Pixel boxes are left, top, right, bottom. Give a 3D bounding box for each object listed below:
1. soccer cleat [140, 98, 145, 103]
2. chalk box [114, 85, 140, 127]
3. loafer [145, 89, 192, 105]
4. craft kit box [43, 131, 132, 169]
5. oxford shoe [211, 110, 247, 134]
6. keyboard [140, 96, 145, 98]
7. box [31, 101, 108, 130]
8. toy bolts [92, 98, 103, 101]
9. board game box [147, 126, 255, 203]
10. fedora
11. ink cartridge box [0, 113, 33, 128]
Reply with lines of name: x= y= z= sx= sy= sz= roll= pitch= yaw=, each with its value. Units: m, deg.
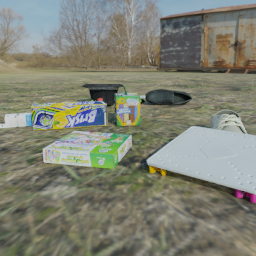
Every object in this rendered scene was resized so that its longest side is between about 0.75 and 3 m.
soccer cleat: x=0.438 y=-1.435 z=14.830 sx=1.112 sy=0.376 sz=0.451 roll=-9 pitch=9 yaw=-43
chalk box: x=-0.038 y=-0.848 z=10.294 sx=0.887 sy=1.432 sz=0.894 roll=-2 pitch=14 yaw=-7
loafer: x=2.129 y=-1.613 z=14.566 sx=2.463 sy=0.836 sz=0.865 roll=0 pitch=5 yaw=-14
craft kit box: x=-0.944 y=0.499 z=7.119 sx=1.751 sy=0.425 sz=1.730 roll=3 pitch=17 yaw=13
oxford shoe: x=2.776 y=0.090 z=7.784 sx=1.123 sy=0.862 sz=2.987 roll=7 pitch=17 yaw=13
keyboard: x=-0.028 y=-1.946 z=17.513 sx=2.233 sy=0.119 sz=0.629 roll=3 pitch=19 yaw=12
box: x=-2.080 y=-0.477 z=10.055 sx=2.584 sy=0.831 sz=0.905 roll=-5 pitch=14 yaw=-16
toy bolts: x=-1.475 y=-0.893 z=12.794 sx=0.887 sy=0.615 sz=0.847 roll=-17 pitch=-21 yaw=-24
board game box: x=1.965 y=0.623 z=6.114 sx=2.302 sy=0.298 sz=2.302 roll=11 pitch=26 yaw=37
fedora: x=-1.270 y=-1.724 z=14.458 sx=2.412 sy=1.101 sz=2.412 roll=1 pitch=9 yaw=0
ink cartridge box: x=-4.098 y=-0.282 z=10.203 sx=1.156 sy=0.386 sz=0.670 roll=-5 pitch=15 yaw=-20
